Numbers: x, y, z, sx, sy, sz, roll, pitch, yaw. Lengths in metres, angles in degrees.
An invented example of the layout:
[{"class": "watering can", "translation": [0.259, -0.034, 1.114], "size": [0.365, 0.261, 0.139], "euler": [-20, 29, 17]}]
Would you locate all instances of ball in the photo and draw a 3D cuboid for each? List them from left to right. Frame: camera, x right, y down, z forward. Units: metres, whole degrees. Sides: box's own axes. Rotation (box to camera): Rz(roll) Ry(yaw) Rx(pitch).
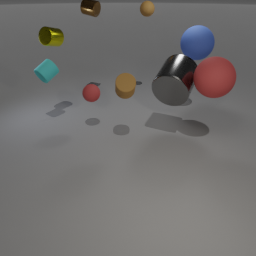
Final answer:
[{"class": "ball", "translation": [-1.435, -1.365, 10.960], "size": [0.700, 0.700, 0.700], "euler": [0, 28, 0]}, {"class": "ball", "translation": [0.909, -5.630, 13.228], "size": [0.700, 0.700, 0.700], "euler": [0, 28, 0]}, {"class": "ball", "translation": [2.914, -3.572, 11.783], "size": [1.400, 1.400, 1.400], "euler": [0, 28, 0]}, {"class": "ball", "translation": [2.955, -1.723, 9.574], "size": [1.400, 1.400, 1.400], "euler": [0, 28, 0]}]

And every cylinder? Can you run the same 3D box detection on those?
[{"class": "cylinder", "translation": [-3.243, -2.268, 11.168], "size": [0.700, 0.700, 0.700], "euler": [24, 65, 38]}, {"class": "cylinder", "translation": [-2.973, -3.535, 10.866], "size": [0.700, 0.700, 0.700], "euler": [15, 18, 26]}, {"class": "cylinder", "translation": [-1.719, -5.549, 12.911], "size": [0.700, 0.700, 0.700], "euler": [21, 33, 17]}, {"class": "cylinder", "translation": [-0.091, -1.445, 9.677], "size": [0.700, 0.700, 0.700], "euler": [-2, -14, -3]}, {"class": "cylinder", "translation": [1.762, -1.770, 10.371], "size": [1.400, 1.400, 1.400], "euler": [13, 50, 23]}]
